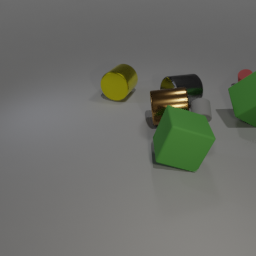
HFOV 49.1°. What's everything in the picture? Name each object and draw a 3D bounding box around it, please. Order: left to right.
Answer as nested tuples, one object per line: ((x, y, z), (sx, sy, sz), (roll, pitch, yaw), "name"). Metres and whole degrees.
((-0.400, -2.195, 13.339), (1.400, 1.400, 1.400), (11, 31, 17), "cylinder")
((1.621, -0.850, 11.059), (1.400, 1.400, 1.400), (-6, 31, 5), "cylinder")
((2.361, -1.652, 12.456), (1.400, 1.400, 1.400), (-10, 33, -22), "cylinder")
((1.725, 0.328, 9.013), (1.400, 1.400, 1.400), (16, 31, -9), "cube")
((2.643, -0.609, 10.139), (0.700, 0.700, 0.700), (2, 60, 3), "cylinder")
((5.970, -2.509, 14.258), (0.700, 0.700, 0.700), (-11, 57, 17), "cylinder")
((4.975, -1.095, 10.782), (1.400, 1.400, 1.400), (20, 53, -30), "cube")
